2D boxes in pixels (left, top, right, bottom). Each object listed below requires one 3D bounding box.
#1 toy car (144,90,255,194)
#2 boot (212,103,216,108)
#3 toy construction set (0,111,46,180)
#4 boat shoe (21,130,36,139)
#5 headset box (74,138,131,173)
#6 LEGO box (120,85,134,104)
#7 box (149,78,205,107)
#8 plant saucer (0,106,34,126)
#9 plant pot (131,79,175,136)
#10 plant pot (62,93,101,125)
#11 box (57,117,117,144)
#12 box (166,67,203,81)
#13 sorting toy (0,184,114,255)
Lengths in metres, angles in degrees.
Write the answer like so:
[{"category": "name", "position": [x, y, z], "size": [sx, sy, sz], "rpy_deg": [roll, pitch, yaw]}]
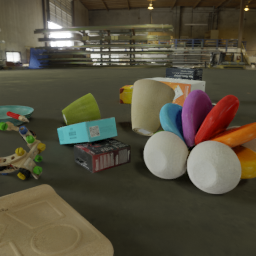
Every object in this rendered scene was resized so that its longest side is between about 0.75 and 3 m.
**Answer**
[{"category": "toy car", "position": [1.783, 0.133, 6.572], "size": [2.694, 2.021, 2.358], "rpy_deg": [12, 20, 37]}, {"category": "boot", "position": [4.394, -1.088, 14.167], "size": [0.734, 0.368, 1.017], "rpy_deg": [-8, 14, -31]}, {"category": "toy construction set", "position": [-2.381, 0.473, 6.569], "size": [1.194, 1.554, 1.296], "rpy_deg": [15, 29, 29]}, {"category": "boat shoe", "position": [-3.441, 0.182, 9.682], "size": [0.801, 0.271, 0.288], "rpy_deg": [13, 20, 40]}, {"category": "headset box", "position": [-0.737, 0.695, 7.390], "size": [1.321, 0.496, 0.982], "rpy_deg": [-12, 19, -36]}, {"category": "LEGO box", "position": [0.769, -1.941, 16.245], "size": [2.241, 0.865, 1.669], "rpy_deg": [3, 16, 12]}, {"category": "box", "position": [2.001, -1.373, 12.755], "size": [2.622, 1.631, 1.278], "rpy_deg": [14, 20, 40]}, {"category": "plant saucer", "position": [-5.293, -0.435, 11.508], "size": [2.757, 0.496, 2.757], "rpy_deg": [1, 15, 0]}, {"category": "plant pot", "position": [0.730, -0.607, 9.687], "size": [1.512, 1.615, 1.512], "rpy_deg": [14, -17, 5]}, {"category": "plant pot", "position": [-1.931, -0.619, 11.249], "size": [1.304, 1.220, 1.220], "rpy_deg": [-22, 22, -18]}, {"category": "box", "position": [-1.263, 0.115, 8.254], "size": [0.903, 0.539, 2.194], "rpy_deg": [-11, 2, -33]}, {"category": "box", "position": [3.296, -2.616, 16.701], "size": [1.891, 1.923, 1.129], "rpy_deg": [11, 19, 35]}, {"category": "sorting toy", "position": [-1.619, 1.696, 4.114], "size": [2.040, 0.402, 2.204], "rpy_deg": [-12, 24, -37]}]
